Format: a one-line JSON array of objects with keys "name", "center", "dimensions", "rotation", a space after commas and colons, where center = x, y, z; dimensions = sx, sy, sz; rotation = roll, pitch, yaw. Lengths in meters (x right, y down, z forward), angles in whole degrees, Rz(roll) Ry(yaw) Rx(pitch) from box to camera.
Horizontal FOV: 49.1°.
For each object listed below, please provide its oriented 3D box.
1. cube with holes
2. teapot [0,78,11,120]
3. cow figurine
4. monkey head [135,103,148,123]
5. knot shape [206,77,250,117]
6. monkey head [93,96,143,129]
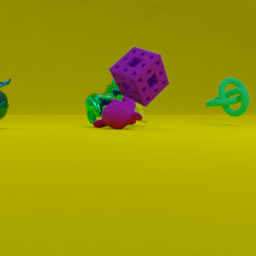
[{"name": "cube with holes", "center": [0.346, -1.515, 8.233], "dimensions": [1.088, 1.088, 1.088], "rotation": [31, -21, 40]}, {"name": "teapot", "center": [-3.677, -0.681, 7.682], "dimensions": [0.811, 1.656, 1.030], "rotation": [2, 34, -49]}, {"name": "cow figurine", "center": [-0.721, -0.907, 9.075], "dimensions": [1.692, 1.665, 0.929], "rotation": [5, -33, -41]}, {"name": "monkey head", "center": [0.079, -0.451, 10.150], "dimensions": [1.035, 1.235, 1.717], "rotation": [-43, -28, 21]}, {"name": "knot shape", "center": [3.663, -1.022, 9.894], "dimensions": [1.573, 0.727, 1.472], "rotation": [-38, 40, 1]}, {"name": "monkey head", "center": [-0.175, -0.275, 7.668], "dimensions": [1.482, 1.066, 0.893], "rotation": [-10, 41, 26]}]
